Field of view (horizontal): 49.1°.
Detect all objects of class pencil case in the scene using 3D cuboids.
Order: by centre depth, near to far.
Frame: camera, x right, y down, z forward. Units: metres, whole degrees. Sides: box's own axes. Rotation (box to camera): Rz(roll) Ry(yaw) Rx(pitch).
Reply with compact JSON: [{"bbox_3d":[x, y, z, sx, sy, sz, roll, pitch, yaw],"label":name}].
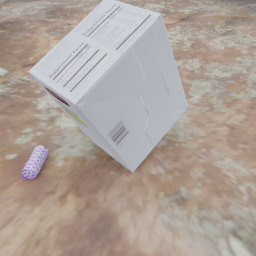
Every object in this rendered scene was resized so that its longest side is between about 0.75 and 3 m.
[{"bbox_3d":[-1.979,0.718,5.972,0.340,0.334,0.796,-25,28,25],"label":"pencil case"}]

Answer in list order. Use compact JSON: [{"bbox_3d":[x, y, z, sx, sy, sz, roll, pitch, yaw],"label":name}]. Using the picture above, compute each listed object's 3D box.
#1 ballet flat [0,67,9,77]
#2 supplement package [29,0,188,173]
[{"bbox_3d":[-4.083,-1.803,8.785,0.934,0.325,0.325,26,45,33],"label":"ballet flat"},{"bbox_3d":[-0.166,-0.704,5.492,1.422,2.565,1.998,34,76,36],"label":"supplement package"}]
